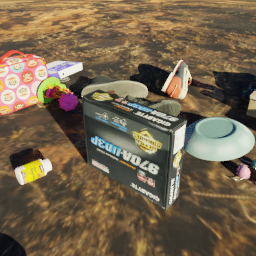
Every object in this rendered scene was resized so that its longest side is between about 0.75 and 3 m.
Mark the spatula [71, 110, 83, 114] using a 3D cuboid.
[{"bbox_3d":[-1.656,-0.529,10.001,0.897,0.092,0.253,12,33,20],"label":"spatula"}]

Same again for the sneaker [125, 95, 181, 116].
[{"bbox_3d":[0.589,-0.685,9.491,2.285,0.874,1.309,-15,40,-13],"label":"sneaker"}]

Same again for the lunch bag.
[{"bbox_3d":[-4.044,-1.747,10.125,2.328,2.050,0.954,-25,39,-35],"label":"lunch bag"}]

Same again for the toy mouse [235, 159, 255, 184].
[{"bbox_3d":[3.228,1.040,7.187,1.302,0.252,1.157,-4,31,-7],"label":"toy mouse"}]

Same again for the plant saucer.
[{"bbox_3d":[2.583,0.148,8.240,2.121,0.408,2.121,-8,31,5],"label":"plant saucer"}]

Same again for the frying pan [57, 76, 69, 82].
[{"bbox_3d":[-3.109,-2.392,13.124,0.599,0.161,0.991,-15,37,-24],"label":"frying pan"}]

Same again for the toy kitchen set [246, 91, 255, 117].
[{"bbox_3d":[4.711,-0.673,8.730,1.992,1.625,1.797,22,37,32],"label":"toy kitchen set"}]

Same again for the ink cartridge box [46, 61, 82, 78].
[{"bbox_3d":[-3.469,-2.731,13.236,1.892,0.414,1.910,14,32,36],"label":"ink cartridge box"}]

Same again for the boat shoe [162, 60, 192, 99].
[{"bbox_3d":[2.171,-2.013,11.645,0.904,1.028,2.888,27,33,5],"label":"boat shoe"}]

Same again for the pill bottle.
[{"bbox_3d":[-2.341,1.054,6.975,0.815,0.445,0.445,-22,37,-32],"label":"pill bottle"}]

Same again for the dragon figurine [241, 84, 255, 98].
[{"bbox_3d":[4.640,-1.360,10.558,0.732,0.433,1.473,42,4,21],"label":"dragon figurine"}]

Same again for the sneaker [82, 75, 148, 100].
[{"bbox_3d":[-0.492,-1.664,11.054,2.520,0.942,1.339,0,33,3],"label":"sneaker"}]

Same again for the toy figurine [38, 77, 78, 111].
[{"bbox_3d":[-2.389,-1.124,10.484,1.322,1.078,1.436,32,16,22],"label":"toy figurine"}]

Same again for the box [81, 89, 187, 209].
[{"bbox_3d":[0.043,0.407,6.502,2.570,2.042,0.591,24,38,34],"label":"box"}]
